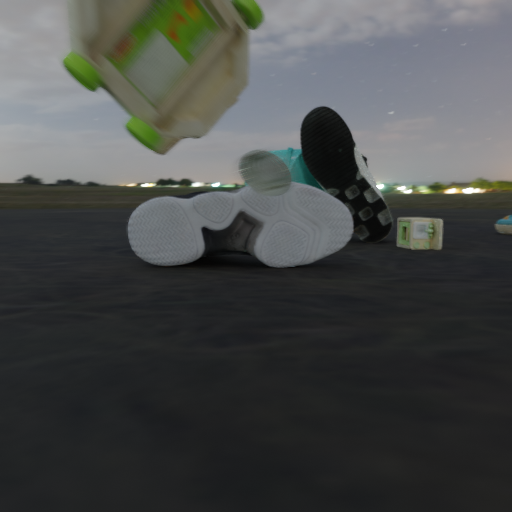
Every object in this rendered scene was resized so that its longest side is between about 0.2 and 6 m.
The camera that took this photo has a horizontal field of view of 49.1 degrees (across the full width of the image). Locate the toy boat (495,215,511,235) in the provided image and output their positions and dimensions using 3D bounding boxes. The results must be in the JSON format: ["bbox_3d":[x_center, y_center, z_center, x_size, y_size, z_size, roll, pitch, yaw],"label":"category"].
[{"bbox_3d":[7.371,-0.914,15.599,1.360,0.632,1.143,-4,7,-29],"label":"toy boat"}]

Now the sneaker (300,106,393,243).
[{"bbox_3d":[2.130,-1.891,13.405,1.274,3.439,1.522,-26,-2,16],"label":"sneaker"}]

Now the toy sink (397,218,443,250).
[{"bbox_3d":[3.292,-0.454,11.394,0.537,0.624,0.958,-1,7,-13],"label":"toy sink"}]

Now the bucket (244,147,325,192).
[{"bbox_3d":[0.992,-1.636,14.111,2.336,2.336,1.520,-5,3,-41],"label":"bucket"}]

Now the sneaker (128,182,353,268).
[{"bbox_3d":[-0.229,-0.559,9.103,3.394,1.281,1.932,-2,8,1],"label":"sneaker"}]

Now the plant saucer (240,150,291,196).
[{"bbox_3d":[0.128,-0.990,6.505,0.643,0.643,0.161,4,46,31],"label":"plant saucer"}]

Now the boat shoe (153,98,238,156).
[{"bbox_3d":[-1.324,-2.869,12.131,0.703,2.164,0.781,44,7,-27],"label":"boat shoe"}]

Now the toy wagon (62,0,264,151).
[{"bbox_3d":[-1.191,-2.663,6.250,0.555,2.176,2.804,28,-13,50],"label":"toy wagon"}]
